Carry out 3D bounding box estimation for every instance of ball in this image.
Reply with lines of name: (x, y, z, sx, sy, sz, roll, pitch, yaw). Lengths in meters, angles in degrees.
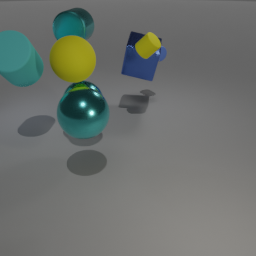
ball: (-1.193, -0.397, 7.504, 1.400, 1.400, 1.400, 0, 28, 0)
ball: (-1.531, -0.915, 9.582, 1.400, 1.400, 1.400, 0, 28, 0)
ball: (-1.688, -2.101, 8.596, 1.400, 1.400, 1.400, 0, 28, 0)

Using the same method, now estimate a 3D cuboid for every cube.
cube: (0.586, -3.094, 12.085, 1.400, 1.400, 1.400, 13, 43, -2)

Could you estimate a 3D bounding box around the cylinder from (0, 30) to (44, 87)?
cylinder: (-3.653, -2.225, 9.189, 1.400, 1.400, 1.400, 0, -11, 0)

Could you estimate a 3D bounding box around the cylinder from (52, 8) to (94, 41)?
cylinder: (-2.254, -4.235, 11.757, 1.400, 1.400, 1.400, 4, 29, 7)

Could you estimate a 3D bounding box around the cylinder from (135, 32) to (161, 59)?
cylinder: (0.744, -3.062, 10.419, 0.700, 0.700, 0.700, -34, 6, 38)

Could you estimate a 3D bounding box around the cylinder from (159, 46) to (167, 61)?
cylinder: (1.360, -3.589, 13.327, 0.700, 0.700, 0.700, -16, 31, -27)
